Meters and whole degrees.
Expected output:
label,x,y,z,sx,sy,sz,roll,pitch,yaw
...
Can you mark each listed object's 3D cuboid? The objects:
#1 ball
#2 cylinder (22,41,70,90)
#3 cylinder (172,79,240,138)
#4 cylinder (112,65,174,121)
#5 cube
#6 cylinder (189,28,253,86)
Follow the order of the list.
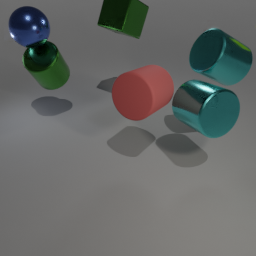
label,x,y,z,sx,sy,sz,roll,pitch,yaw
ball,-3.471,-3.551,9.901,1.400,1.400,1.400,0,31,0
cylinder,-3.151,-2.420,10.947,1.400,1.400,1.400,-3,69,7
cylinder,2.223,-0.590,8.135,1.400,1.400,1.400,-13,25,-20
cylinder,0.463,-1.078,8.334,1.400,1.400,1.400,18,28,27
cube,-0.201,-4.758,11.877,1.400,1.400,1.400,26,17,30
cylinder,2.906,-2.201,8.829,1.400,1.400,1.400,15,21,-32
